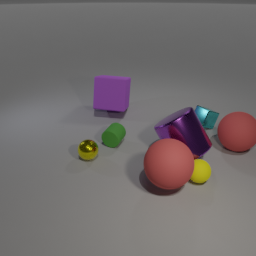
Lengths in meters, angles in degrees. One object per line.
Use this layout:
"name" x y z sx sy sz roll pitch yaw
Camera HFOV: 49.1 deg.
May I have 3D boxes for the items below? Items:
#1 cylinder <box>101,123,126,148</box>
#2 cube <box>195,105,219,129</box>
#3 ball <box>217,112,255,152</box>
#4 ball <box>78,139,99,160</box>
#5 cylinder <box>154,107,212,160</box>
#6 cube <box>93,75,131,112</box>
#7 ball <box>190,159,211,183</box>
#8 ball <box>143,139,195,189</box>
"cylinder" -0.522 0.257 10.340 0.700 0.700 0.700 11 31 19
"cube" 3.159 -0.450 11.493 0.700 0.700 0.700 10 17 -36
"ball" 3.865 0.124 9.817 1.400 1.400 1.400 0 28 0
"ball" -1.343 0.730 9.434 0.700 0.700 0.700 0 28 0
"cylinder" 1.770 0.246 9.075 1.400 1.400 1.400 -29 6 4
"cube" -0.691 -1.585 12.547 1.400 1.400 1.400 6 14 7
"ball" 2.103 1.274 8.292 0.700 0.700 0.700 0 28 0
"ball" 1.131 0.992 7.783 1.400 1.400 1.400 0 28 0
